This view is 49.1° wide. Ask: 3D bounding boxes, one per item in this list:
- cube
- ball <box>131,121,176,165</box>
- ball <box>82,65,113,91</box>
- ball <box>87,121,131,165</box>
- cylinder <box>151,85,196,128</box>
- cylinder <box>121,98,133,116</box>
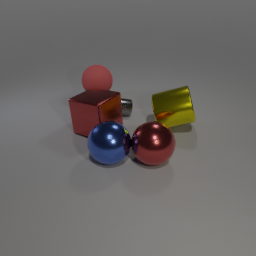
[{"bbox_3d":[-1.172,-0.571,10.524,1.400,1.400,1.400,13,32,30],"label":"cube"},{"bbox_3d":[0.794,0.479,8.851,1.400,1.400,1.400,0,30,0],"label":"ball"},{"bbox_3d":[-1.385,-2.141,12.616,1.400,1.400,1.400,0,30,0],"label":"ball"},{"bbox_3d":[-0.589,0.464,8.923,1.400,1.400,1.400,0,30,0],"label":"ball"},{"bbox_3d":[1.727,-0.756,10.542,1.400,1.400,1.400,-13,28,14],"label":"cylinder"},{"bbox_3d":[-0.239,-0.895,11.768,0.700,0.700,0.700,5,28,-18],"label":"cylinder"}]
